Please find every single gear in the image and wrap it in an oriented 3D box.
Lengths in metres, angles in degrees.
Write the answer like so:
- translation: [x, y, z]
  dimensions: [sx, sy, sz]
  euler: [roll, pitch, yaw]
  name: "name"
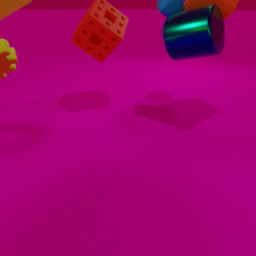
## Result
- translation: [-3.131, -1.365, 5.759]
  dimensions: [1.563, 0.289, 1.563]
  euler: [-17, -11, -3]
  name: "gear"

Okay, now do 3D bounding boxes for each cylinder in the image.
- translation: [-2.007, -2.110, 3.849]
  dimensions: [1.167, 1.167, 1.167]
  euler: [8, 43, 17]
  name: "cylinder"
- translation: [1.899, -2.679, 7.990]
  dimensions: [1.351, 1.351, 1.351]
  euler: [1, 21, 35]
  name: "cylinder"

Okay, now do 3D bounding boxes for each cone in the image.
- translation: [1.088, -3.516, 8.123]
  dimensions: [0.851, 0.851, 0.854]
  euler: [12, 40, 24]
  name: "cone"

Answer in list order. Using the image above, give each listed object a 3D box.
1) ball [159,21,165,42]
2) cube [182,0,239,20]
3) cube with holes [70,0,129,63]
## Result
- translation: [1.521, -3.253, 9.439]
  dimensions: [0.916, 0.916, 0.916]
  euler: [0, 25, 0]
  name: "ball"
- translation: [2.504, -3.808, 8.411]
  dimensions: [1.165, 1.165, 1.165]
  euler: [37, 58, -10]
  name: "cube"
- translation: [-0.910, -3.194, 9.120]
  dimensions: [1.224, 1.224, 1.224]
  euler: [31, 48, -23]
  name: "cube with holes"
